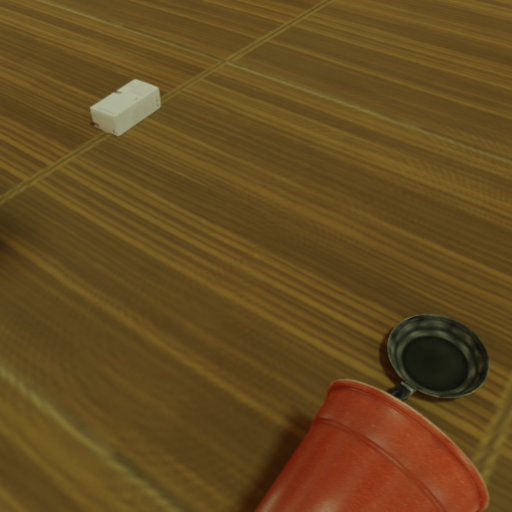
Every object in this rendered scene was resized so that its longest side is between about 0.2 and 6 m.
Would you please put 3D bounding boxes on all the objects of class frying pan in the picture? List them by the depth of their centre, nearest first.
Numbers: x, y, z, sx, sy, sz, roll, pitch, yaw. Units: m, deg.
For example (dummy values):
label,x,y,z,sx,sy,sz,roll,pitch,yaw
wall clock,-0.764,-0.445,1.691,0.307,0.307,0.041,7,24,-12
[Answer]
label,x,y,z,sx,sy,sz,roll,pitch,yaw
frying pan,2.216,1.621,7.168,1.304,0.351,2.155,18,50,18

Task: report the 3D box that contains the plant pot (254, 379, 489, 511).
label,x,y,z,sx,sy,sz,roll,pitch,yaw
plant pot,0.901,2.520,5.405,1.875,1.875,1.824,33,62,28

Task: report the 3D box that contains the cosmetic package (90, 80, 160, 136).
label,x,y,z,sx,sy,sz,roll,pitch,yaw
cosmetic package,-2.703,-3.101,11.677,0.698,0.508,1.373,23,49,22
